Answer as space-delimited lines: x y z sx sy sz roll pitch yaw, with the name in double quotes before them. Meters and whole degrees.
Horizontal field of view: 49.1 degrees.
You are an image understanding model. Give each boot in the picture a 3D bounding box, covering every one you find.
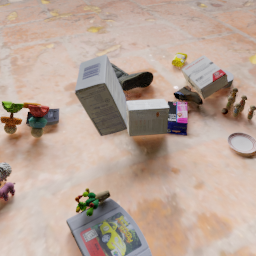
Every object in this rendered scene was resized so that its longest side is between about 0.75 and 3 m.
"boot" 2.641 -1.313 12.351 0.742 0.572 1.530 -22 36 -9
"boot" -0.212 -2.612 13.626 2.105 0.840 2.315 -15 31 -33

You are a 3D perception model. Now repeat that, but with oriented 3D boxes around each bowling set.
"bowling set" 4.470 -0.940 11.650 1.065 0.821 1.530 -19 45 -20

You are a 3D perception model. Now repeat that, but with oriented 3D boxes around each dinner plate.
"dinner plate" 4.279 0.570 10.503 1.100 0.133 1.100 1 42 -1

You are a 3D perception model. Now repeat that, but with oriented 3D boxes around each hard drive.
"hard drive" -3.458 -0.417 11.477 1.302 0.276 0.878 -7 42 -7

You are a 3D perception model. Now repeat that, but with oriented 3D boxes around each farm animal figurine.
"farm animal figurine" -4.870 1.434 8.519 2.481 1.247 2.003 -14 41 -27

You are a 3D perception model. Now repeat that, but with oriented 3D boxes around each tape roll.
"tape roll" 4.466 -2.386 13.567 1.194 0.394 1.194 -1 43 0

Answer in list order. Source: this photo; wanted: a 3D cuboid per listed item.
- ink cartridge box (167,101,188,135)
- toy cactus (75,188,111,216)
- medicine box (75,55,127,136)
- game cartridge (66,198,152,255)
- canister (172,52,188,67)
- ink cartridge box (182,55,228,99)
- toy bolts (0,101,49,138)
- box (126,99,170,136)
"ink cartridge box" 2.001 -0.442 11.507 0.851 0.333 1.798 5 45 6
"toy cactus" -1.046 2.070 8.187 1.064 0.659 1.289 -23 7 -9
"medicine box" -0.820 -1.075 9.378 1.021 1.984 1.807 -16 40 11
"game cartridge" -0.441 3.068 7.526 1.641 0.504 2.465 -20 46 -26
"canister" 2.751 -3.653 14.982 0.651 0.380 0.877 17 46 18
"ink cartridge box" 3.522 -2.383 12.963 1.305 0.758 1.809 -32 46 4
"toy bolts" -3.860 -0.321 11.035 1.799 1.248 1.719 10 7 23
"box" 0.728 -0.403 10.719 1.518 1.156 0.807 -4 31 -7
